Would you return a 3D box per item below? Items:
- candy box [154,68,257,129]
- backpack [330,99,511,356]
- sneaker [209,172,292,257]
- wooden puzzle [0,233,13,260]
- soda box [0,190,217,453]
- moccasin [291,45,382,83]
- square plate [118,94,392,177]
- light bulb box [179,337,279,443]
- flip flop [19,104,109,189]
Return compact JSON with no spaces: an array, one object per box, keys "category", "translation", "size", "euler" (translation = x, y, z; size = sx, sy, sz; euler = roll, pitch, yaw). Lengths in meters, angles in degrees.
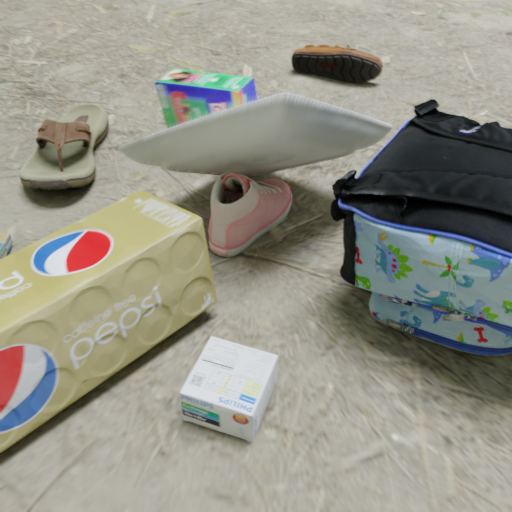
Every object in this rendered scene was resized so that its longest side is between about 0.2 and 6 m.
[{"category":"candy box","translation":[-0.881,-2.730,10.926],"size":[1.850,1.565,0.713],"euler":[13,48,23]},{"category":"backpack","translation":[3.061,-0.257,7.251],"size":[3.281,2.411,3.002],"euler":[18,47,35]},{"category":"sneaker","translation":[-0.043,-0.999,9.297],"size":[0.819,1.138,2.177],"euler":[20,42,25]},{"category":"wooden puzzle","translation":[-4.695,0.219,8.375],"size":[1.660,0.197,2.800],"euler":[-6,33,-3]},{"category":"soda box","translation":[-2.517,0.830,6.660],"size":[4.272,1.447,1.367],"euler":[-33,42,-32]},{"category":"moccasin","translation":[2.119,-5.020,14.478],"size":[2.394,0.876,0.924],"euler":[13,49,30]},{"category":"square plate","translation":[0.077,-1.739,8.948],"size":[3.222,0.463,3.253],"euler":[-7,-1,37]},{"category":"light bulb box","translation":[-0.299,1.555,6.608],"size":[0.906,0.570,0.914],"euler":[14,42,15]},{"category":"flip flop","translation":[-3.715,-2.329,11.002],"size":[1.395,0.990,3.439],"euler":[1,39,1]}]
